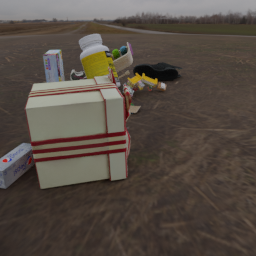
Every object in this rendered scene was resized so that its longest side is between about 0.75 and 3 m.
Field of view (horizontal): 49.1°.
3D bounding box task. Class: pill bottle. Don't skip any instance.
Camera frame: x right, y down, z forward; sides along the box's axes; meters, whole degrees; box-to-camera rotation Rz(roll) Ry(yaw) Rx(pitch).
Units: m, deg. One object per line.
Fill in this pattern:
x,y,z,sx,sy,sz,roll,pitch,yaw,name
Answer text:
-1.196,-2.521,11.183,1.221,2.194,1.221,-19,5,2,pill bottle

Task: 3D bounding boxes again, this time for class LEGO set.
0.585,-1.773,12.297,2.203,0.820,1.013,-11,59,-36,LEGO set

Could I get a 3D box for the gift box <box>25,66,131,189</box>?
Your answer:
-1.006,-0.155,6.332,2.110,2.085,2.259,-6,29,-10,gift box

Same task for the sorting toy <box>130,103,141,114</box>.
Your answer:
0.132,-0.716,10.197,0.641,0.128,0.867,2,26,18,sorting toy

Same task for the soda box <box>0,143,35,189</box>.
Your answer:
-2.487,0.794,6.167,0.406,0.437,1.280,6,23,14,soda box

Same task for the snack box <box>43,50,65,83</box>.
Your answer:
-2.760,-1.909,10.697,0.513,1.937,1.377,-3,23,-5,snack box

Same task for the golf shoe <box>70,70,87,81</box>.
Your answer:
-1.860,-2.365,13.338,1.776,0.782,0.686,-1,22,-5,golf shoe

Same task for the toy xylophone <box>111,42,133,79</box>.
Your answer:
-0.766,-2.765,12.665,2.403,1.759,0.604,-25,67,-8,toy xylophone

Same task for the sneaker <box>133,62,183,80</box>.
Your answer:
1.622,-3.021,14.897,2.810,0.844,1.465,4,23,-4,sneaker
